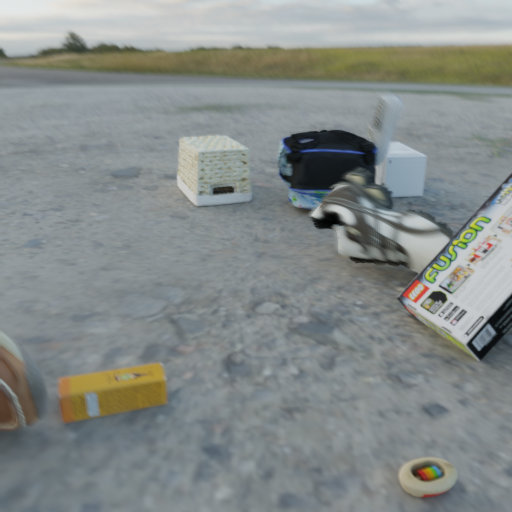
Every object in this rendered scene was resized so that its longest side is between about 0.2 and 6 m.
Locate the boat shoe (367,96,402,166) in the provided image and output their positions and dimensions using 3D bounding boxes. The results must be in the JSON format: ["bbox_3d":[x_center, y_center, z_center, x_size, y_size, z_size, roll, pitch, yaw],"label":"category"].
[{"bbox_3d":[2.907,-2.953,13.229,0.558,1.697,0.611,4,36,-16],"label":"boat shoe"}]

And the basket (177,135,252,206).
[{"bbox_3d":[-1.145,-2.285,14.611,1.529,1.391,2.255,-7,22,-19],"label":"basket"}]

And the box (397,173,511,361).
[{"bbox_3d":[3.411,0.011,7.813,2.715,0.471,1.494,-47,31,0],"label":"box"}]

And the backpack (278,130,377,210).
[{"bbox_3d":[1.588,-2.107,13.613,2.208,1.773,2.413,-2,24,-8],"label":"backpack"}]

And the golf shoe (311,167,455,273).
[{"bbox_3d":[2.271,-0.206,9.754,1.505,1.238,3.185,-35,47,-12],"label":"golf shoe"}]

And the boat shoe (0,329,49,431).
[{"bbox_3d":[-3.569,1.379,5.925,3.248,1.230,1.166,2,24,29],"label":"boat shoe"}]

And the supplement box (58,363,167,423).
[{"bbox_3d":[-1.622,1.550,6.389,1.180,0.406,0.393,-8,24,-15],"label":"supplement box"}]

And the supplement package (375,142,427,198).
[{"bbox_3d":[3.669,-2.365,15.208,1.128,1.086,1.984,-3,22,-7],"label":"supplement package"}]

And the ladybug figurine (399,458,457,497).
[{"bbox_3d":[1.615,2.094,5.255,0.589,0.212,0.400,-6,23,-16],"label":"ladybug figurine"}]
